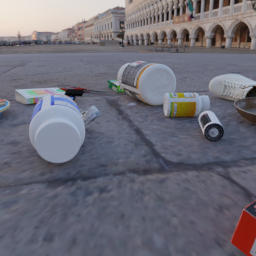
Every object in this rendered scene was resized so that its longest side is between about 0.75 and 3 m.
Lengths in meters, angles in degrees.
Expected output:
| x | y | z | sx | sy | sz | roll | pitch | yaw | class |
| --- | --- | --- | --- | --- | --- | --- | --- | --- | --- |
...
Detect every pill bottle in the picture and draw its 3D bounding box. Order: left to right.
| x | y | z | sx | sy | sz | roll | pitch | yaw | class |
| --- | --- | --- | --- | --- | --- | --- | --- | --- | --- |
| -1.514 | -0.020 | 6.017 | 1.120 | 1.120 | 1.999 | -4 | 19 | -13 | pill bottle |
| 0.611 | -1.851 | 11.025 | 1.514 | 1.514 | 2.603 | -8 | 20 | -22 | pill bottle |
| 1.834 | -0.736 | 8.819 | 1.333 | 0.741 | 0.741 | -1 | 18 | -3 | pill bottle |

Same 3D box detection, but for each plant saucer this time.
| x | y | z | sx | sy | sz | roll | pitch | yaw | class |
| --- | --- | --- | --- | --- | --- | --- | --- | --- | --- |
| 4.683 | -0.407 | 8.260 | 2.975 | 0.477 | 2.975 | 0 | 17 | 0 | plant saucer |

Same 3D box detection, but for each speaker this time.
| x | y | z | sx | sy | sz | roll | pitch | yaw | class |
| --- | --- | --- | --- | --- | --- | --- | --- | --- | --- |
| 2.120 | -0.070 | 7.203 | 0.489 | 0.489 | 1.203 | 2 | 19 | 7 | speaker |

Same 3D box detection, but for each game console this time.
| x | y | z | sx | sy | sz | roll | pitch | yaw | class |
| --- | --- | --- | --- | --- | --- | --- | --- | --- | --- |
| -2.118 | -1.195 | 10.704 | 0.679 | 0.139 | 1.152 | 1 | 35 | 2 | game console |

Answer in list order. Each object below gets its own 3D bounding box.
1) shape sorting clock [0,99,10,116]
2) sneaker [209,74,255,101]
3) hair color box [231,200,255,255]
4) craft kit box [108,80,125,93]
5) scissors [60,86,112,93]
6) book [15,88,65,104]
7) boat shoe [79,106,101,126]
| x | y | z | sx | sy | sz | roll | pitch | yaw | class |
| --- | --- | --- | --- | --- | --- | --- | --- | --- | --- |
| -5.031 | -0.595 | 8.798 | 2.487 | 0.488 | 2.487 | 0 | 18 | 0 | shape sorting clock |
| 4.248 | -1.479 | 10.660 | 2.772 | 1.009 | 1.173 | 17 | 22 | 39 | sneaker |
| 2.155 | 1.061 | 3.302 | 1.822 | 0.558 | 0.925 | -15 | 34 | -38 | hair color box |
| 0.058 | -2.076 | 13.572 | 1.731 | 0.425 | 1.753 | -4 | 18 | -19 | craft kit box |
| -1.978 | -1.662 | 12.696 | 2.670 | 0.186 | 0.977 | 16 | 21 | 37 | scissors |
| -3.386 | -1.268 | 11.148 | 1.776 | 0.427 | 1.186 | -12 | 25 | -38 | book |
| -1.120 | -0.319 | 7.373 | 0.362 | 0.417 | 0.979 | -29 | -3 | -41 | boat shoe |
